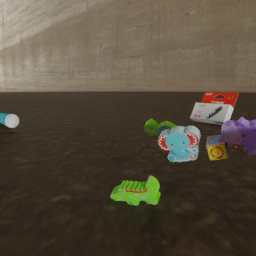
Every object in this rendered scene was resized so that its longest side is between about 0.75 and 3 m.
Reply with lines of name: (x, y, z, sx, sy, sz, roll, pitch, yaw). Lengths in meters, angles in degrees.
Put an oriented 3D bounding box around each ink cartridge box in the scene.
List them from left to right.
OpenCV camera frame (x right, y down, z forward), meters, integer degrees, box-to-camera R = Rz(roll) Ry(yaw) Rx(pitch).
ink cartridge box: (2.880, -0.739, 9.412, 0.295, 1.176, 1.355, 31, -13, -38)

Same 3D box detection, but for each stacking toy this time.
stacking toy: (0.944, 0.124, 3.240, 2.110, 0.496, 1.591, -11, 24, 25)

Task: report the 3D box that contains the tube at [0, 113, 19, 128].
tube: (-3.881, -0.276, 8.825, 1.599, 0.403, 0.619, 9, -30, 51)
